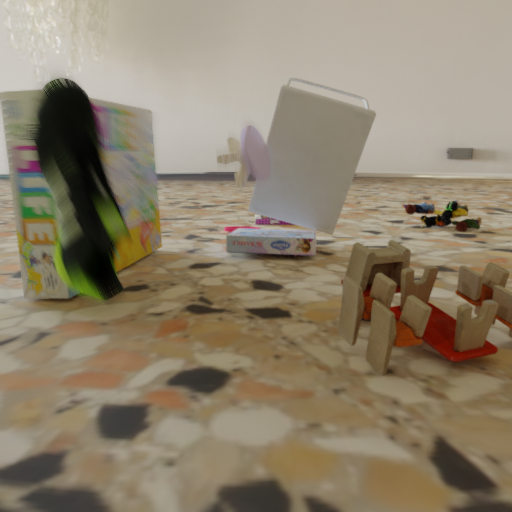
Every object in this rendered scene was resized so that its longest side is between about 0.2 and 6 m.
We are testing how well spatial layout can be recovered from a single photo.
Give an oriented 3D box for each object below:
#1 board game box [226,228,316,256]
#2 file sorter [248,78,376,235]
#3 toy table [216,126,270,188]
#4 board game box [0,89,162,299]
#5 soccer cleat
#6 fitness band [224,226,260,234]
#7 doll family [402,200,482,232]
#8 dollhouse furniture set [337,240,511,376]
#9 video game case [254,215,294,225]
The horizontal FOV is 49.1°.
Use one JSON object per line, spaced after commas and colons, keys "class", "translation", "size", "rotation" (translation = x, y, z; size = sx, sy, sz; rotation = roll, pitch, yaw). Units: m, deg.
{"class": "board game box", "translation": [0.354, -0.298, 11.283], "size": [1.710, 0.352, 1.706], "rotation": [3, 8, 6]}
{"class": "file sorter", "translation": [1.159, -2.231, 12.062], "size": [1.896, 2.732, 1.701], "rotation": [16, 30, -1]}
{"class": "toy table", "translation": [-0.215, -1.942, 11.149], "size": [0.663, 1.133, 1.041], "rotation": [-20, -24, 37]}
{"class": "board game box", "translation": [-2.640, -1.149, 9.410], "size": [0.711, 2.791, 4.152], "rotation": [-1, 11, 8]}
{"class": "soccer cleat", "translation": [-2.033, -0.729, 6.801], "size": [1.099, 2.711, 0.915], "rotation": [22, 33, 32]}
{"class": "fitness band", "translation": [-0.346, -0.624, 13.847], "size": [0.900, 0.168, 0.646], "rotation": [4, 9, 15]}
{"class": "doll family", "translation": [4.811, -1.063, 14.653], "size": [2.076, 0.815, 1.200], "rotation": [3, 14, 42]}
{"class": "dollhouse furniture set", "translation": [1.754, 0.610, 6.171], "size": [1.933, 0.996, 1.912], "rotation": [-5, 23, -22]}
{"class": "video game case", "translation": [0.500, -1.021, 15.752], "size": [1.082, 0.194, 0.981], "rotation": [0, 11, -1]}
